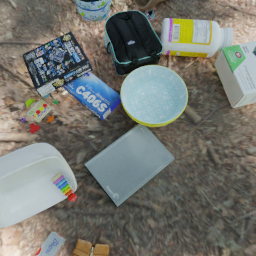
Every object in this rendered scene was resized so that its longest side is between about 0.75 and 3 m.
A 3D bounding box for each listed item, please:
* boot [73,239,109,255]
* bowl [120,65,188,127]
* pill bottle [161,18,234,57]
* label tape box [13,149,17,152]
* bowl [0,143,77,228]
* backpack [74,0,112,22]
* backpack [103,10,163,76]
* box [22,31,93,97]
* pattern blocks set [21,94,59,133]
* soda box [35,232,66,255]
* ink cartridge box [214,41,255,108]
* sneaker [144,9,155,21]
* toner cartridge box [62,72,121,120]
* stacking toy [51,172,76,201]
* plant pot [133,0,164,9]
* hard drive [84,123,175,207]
[{"bbox_3d":[-1.686,4.320,8.537,2.279,0.840,1.763,10,71,-9],"label":"boot"},{"bbox_3d":[0.901,-0.968,10.216,2.330,1.254,2.330,0,68,0],"label":"bowl"},{"bbox_3d":[2.666,-3.538,11.089,2.675,1.394,1.394,5,70,2],"label":"pill bottle"},{"bbox_3d":[-4.113,1.534,9.738,1.340,0.443,0.960,-38,74,-12],"label":"label tape box"},{"bbox_3d":[-3.165,1.648,8.519,2.859,2.864,1.069,-25,56,-13],"label":"bowl"},{"bbox_3d":[-1.440,-5.729,11.868,1.938,1.827,2.376,0,50,-6],"label":"backpack"},{"bbox_3d":[0.082,-3.268,10.807,1.975,1.723,2.247,-21,81,-9],"label":"backpack"},{"bbox_3d":[-2.751,-2.531,10.795,2.228,0.558,2.245,-28,56,-6],"label":"box"},{"bbox_3d":[-3.384,-0.641,10.704,1.495,0.121,1.314,-40,75,-13],"label":"pattern blocks set"},{"bbox_3d":[-2.614,4.015,8.816,0.486,0.452,1.424,33,73,11],"label":"soda box"},{"bbox_3d":[5.124,-2.222,10.697,2.887,1.213,2.107,-15,71,-5],"label":"ink cartridge box"},{"bbox_3d":[0.713,-4.775,12.035,0.997,0.476,0.395,-38,74,-13],"label":"sneaker"},{"bbox_3d":[-1.467,-1.431,10.791,2.309,0.499,1.097,38,73,13],"label":"toner cartridge box"},{"bbox_3d":[-2.088,1.995,9.314,0.446,0.446,1.045,-38,98,-13],"label":"stacking toy"},{"bbox_3d":[1.332,-6.253,11.923,1.857,2.129,2.129,-14,70,-23],"label":"plant pot"},{"bbox_3d":[0.056,1.215,9.773,2.604,0.428,1.817,-37,74,-16],"label":"hard drive"}]
